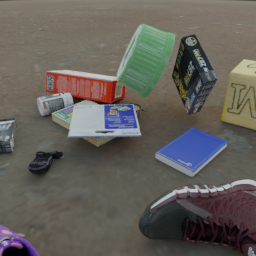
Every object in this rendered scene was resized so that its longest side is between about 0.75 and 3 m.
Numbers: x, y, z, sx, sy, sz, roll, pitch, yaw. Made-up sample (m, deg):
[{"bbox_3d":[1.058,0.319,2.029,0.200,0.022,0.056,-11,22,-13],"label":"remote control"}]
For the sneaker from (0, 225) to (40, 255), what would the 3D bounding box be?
[{"bbox_3d":[-2.035,2.097,4.611,2.365,1.046,0.951,22,38,35],"label":"sneaker"}]

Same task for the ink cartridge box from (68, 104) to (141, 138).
[{"bbox_3d":[-0.701,-0.106,8.334,1.984,0.472,2.007,-1,32,-5],"label":"ink cartridge box"}]

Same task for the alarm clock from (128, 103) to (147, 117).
[{"bbox_3d":[0.236,-0.614,9.903,0.982,0.327,0.662,-3,30,-1],"label":"alarm clock"}]

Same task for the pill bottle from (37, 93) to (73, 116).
[{"bbox_3d":[-2.592,-0.877,10.018,1.143,0.651,0.651,-16,34,-26],"label":"pill bottle"}]

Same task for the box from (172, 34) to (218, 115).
[{"bbox_3d":[2.090,-1.664,9.180,0.526,2.142,1.726,-17,68,-8],"label":"box"}]

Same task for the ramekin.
[{"bbox_3d":[0.489,-2.234,9.161,1.101,2.254,2.254,23,28,-12],"label":"ramekin"}]

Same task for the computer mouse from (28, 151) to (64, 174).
[{"bbox_3d":[-2.213,0.944,7.351,0.775,0.295,1.119,1,19,6],"label":"computer mouse"}]

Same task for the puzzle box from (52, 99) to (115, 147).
[{"bbox_3d":[-1.197,-0.258,9.313,2.387,0.303,1.588,26,40,37],"label":"puzzle box"}]

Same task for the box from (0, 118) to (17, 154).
[{"bbox_3d":[-4.024,0.252,8.374,1.180,0.372,1.496,-6,31,-12],"label":"box"}]

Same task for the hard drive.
[{"bbox_3d":[1.812,0.609,7.915,1.200,0.231,1.818,25,39,36],"label":"hard drive"}]

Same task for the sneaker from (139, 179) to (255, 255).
[{"bbox_3d":[1.719,1.840,5.071,2.805,1.061,1.620,-9,35,-17],"label":"sneaker"}]

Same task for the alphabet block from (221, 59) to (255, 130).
[{"bbox_3d":[4.348,-1.072,9.239,1.830,1.797,1.787,18,34,28],"label":"alphabet block"}]

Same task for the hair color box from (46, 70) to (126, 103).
[{"bbox_3d":[-1.622,-1.670,10.896,2.776,0.850,1.409,12,17,19],"label":"hair color box"}]
